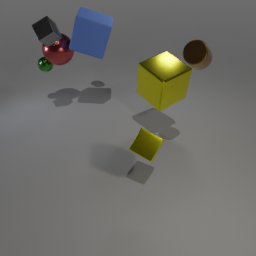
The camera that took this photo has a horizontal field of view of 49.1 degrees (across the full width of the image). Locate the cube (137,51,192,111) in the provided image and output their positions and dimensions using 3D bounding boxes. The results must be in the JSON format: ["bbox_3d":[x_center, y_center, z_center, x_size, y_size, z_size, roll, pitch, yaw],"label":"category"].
[{"bbox_3d":[1.309,-1.752,10.454,1.400,1.400,1.400,-28,54,-25],"label":"cube"}]

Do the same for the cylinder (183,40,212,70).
[{"bbox_3d":[1.993,-2.076,7.994,0.700,0.700,0.700,17,7,26],"label":"cylinder"}]

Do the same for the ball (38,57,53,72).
[{"bbox_3d":[-3.805,-2.936,12.918,0.700,0.700,0.700,0,31,0],"label":"ball"}]

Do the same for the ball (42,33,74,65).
[{"bbox_3d":[-3.082,-3.486,12.395,1.400,1.400,1.400,0,31,0],"label":"ball"}]

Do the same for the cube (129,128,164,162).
[{"bbox_3d":[0.539,0.498,7.922,0.700,0.700,0.700,29,-3,12],"label":"cube"}]

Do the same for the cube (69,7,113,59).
[{"bbox_3d":[-1.492,-3.895,11.473,1.400,1.400,1.400,15,34,-11],"label":"cube"}]

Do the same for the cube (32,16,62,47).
[{"bbox_3d":[-3.037,-3.617,10.534,0.700,0.700,0.700,-27,-8,10],"label":"cube"}]
